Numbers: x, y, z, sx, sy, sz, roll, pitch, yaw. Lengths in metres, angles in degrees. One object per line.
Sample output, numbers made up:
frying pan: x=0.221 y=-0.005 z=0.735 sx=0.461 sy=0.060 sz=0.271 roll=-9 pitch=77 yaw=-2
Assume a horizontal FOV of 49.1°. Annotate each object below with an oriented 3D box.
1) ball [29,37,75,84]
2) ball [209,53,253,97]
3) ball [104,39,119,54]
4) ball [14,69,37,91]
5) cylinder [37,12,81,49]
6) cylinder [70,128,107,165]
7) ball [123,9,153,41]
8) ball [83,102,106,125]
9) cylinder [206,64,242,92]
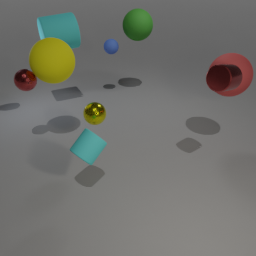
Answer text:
ball: x=-2.361 y=-2.096 z=8.756 sx=1.400 sy=1.400 sz=1.400 roll=0 pitch=29 yaw=0
ball: x=3.324 y=-1.726 z=9.136 sx=1.400 sy=1.400 sz=1.400 roll=0 pitch=29 yaw=0
ball: x=-0.787 y=-3.811 z=13.110 sx=0.700 sy=0.700 sz=0.700 roll=0 pitch=29 yaw=0
ball: x=-3.246 y=-1.516 z=8.875 sx=0.700 sy=0.700 sz=0.700 roll=0 pitch=29 yaw=0
cylinder: x=-2.814 y=-3.877 z=11.425 sx=1.400 sy=1.400 sz=1.400 roll=-17 pitch=33 yaw=-18
cylinder: x=-1.018 y=0.481 z=7.214 sx=0.700 sy=0.700 sz=0.700 roll=29 pitch=79 yaw=40
ball: x=0.450 y=-4.733 z=12.873 sx=1.400 sy=1.400 sz=1.400 roll=0 pitch=29 yaw=0
ball: x=-1.006 y=-0.436 z=8.489 sx=0.700 sy=0.700 sz=0.700 roll=0 pitch=29 yaw=0
cylinder: x=2.528 y=-1.317 z=7.357 sx=0.700 sy=0.700 sz=0.700 roll=26 pitch=27 yaw=38
